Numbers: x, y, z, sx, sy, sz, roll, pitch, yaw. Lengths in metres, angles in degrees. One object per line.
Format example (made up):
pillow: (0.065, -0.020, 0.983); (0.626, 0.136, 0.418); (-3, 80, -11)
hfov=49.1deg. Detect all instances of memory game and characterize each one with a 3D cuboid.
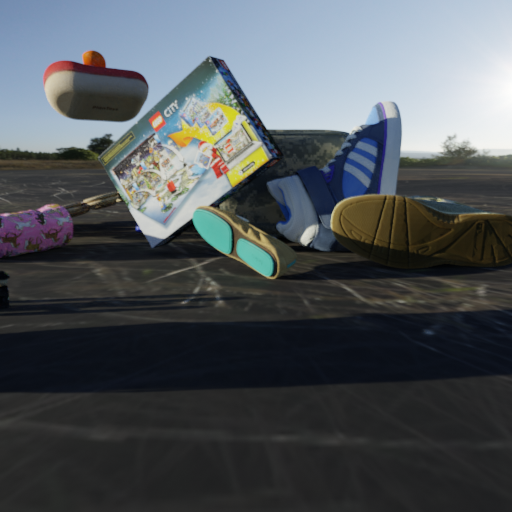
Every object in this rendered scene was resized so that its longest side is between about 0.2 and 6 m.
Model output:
memory game: (-3.537, -1.029, 11.765); (3.383, 0.215, 3.383); (-15, 8, 2)

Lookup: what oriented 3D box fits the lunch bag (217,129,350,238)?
lunch bag: (0.391, -1.493, 11.497); (3.066, 2.137, 2.572); (-3, 7, -9)

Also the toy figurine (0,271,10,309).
toy figurine: (-3.049, 0.389, 6.094); (0.605, 0.421, 0.595); (6, 12, 27)

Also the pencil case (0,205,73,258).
pencil case: (-3.982, -0.401, 9.284); (0.803, 0.768, 1.856); (4, 13, 32)

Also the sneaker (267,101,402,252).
sneaker: (1.297, -1.499, 9.728); (2.150, 2.937, 1.183); (8, -18, 4)

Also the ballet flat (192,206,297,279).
ballet flat: (-0.166, -0.228, 8.016); (0.574, 0.625, 1.821); (-22, 45, -40)

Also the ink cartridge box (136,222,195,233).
ink cartridge box: (-1.856, -0.949, 12.142); (1.582, 0.744, 0.350); (-10, 14, -41)

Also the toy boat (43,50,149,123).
toy boat: (-1.932, -2.108, 6.723); (1.196, 0.782, 0.780); (-4, -20, -34)

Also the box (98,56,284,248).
box: (-1.109, -1.575, 8.948); (2.659, 1.816, 0.501); (-33, -5, 26)

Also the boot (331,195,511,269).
boot: (2.474, -0.512, 9.130); (2.895, 1.043, 2.239); (5, 11, -5)
